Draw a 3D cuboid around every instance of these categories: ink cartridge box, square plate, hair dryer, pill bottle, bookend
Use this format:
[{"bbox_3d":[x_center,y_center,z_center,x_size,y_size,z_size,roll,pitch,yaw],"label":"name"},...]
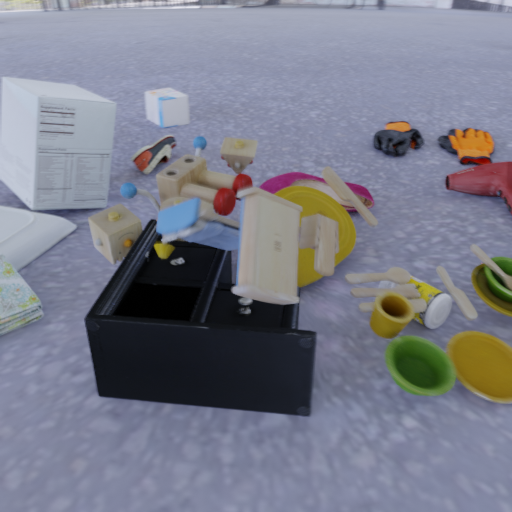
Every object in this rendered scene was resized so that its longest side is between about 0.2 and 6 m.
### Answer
[{"bbox_3d":[-2.536,-4.174,15.688,0.820,0.799,1.276,-19,35,-29],"label":"ink cartridge box"},{"bbox_3d":[-5.082,-0.203,9.072,3.080,0.438,3.051,10,32,16],"label":"square plate"},{"bbox_3d":[4.850,-1.232,10.627,2.543,0.691,1.937,21,37,34],"label":"hair dryer"},{"bbox_3d":[2.138,0.569,7.623,0.509,0.509,0.915,-21,35,-32],"label":"pill bottle"},{"bbox_3d":[-0.453,0.620,6.913,2.428,1.118,2.412,4,30,7],"label":"bookend"}]

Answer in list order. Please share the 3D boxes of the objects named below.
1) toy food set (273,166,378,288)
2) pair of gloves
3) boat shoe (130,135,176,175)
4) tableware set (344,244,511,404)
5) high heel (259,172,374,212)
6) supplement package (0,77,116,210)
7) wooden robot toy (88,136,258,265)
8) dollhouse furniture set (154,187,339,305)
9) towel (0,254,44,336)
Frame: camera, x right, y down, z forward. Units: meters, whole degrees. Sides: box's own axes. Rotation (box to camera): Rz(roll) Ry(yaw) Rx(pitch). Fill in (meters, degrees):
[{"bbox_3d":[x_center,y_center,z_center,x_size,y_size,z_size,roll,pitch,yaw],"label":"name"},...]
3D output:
[{"bbox_3d":[0.722,-0.279,8.941,1.505,0.836,2.559,46,51,13],"label":"toy food set"},{"bbox_3d":[4.364,-2.875,13.872,2.871,0.355,2.558,7,30,14],"label":"pair of gloves"},{"bbox_3d":[-2.223,-2.298,12.715,0.513,0.583,1.639,46,32,-5],"label":"boat shoe"},{"bbox_3d":[2.824,0.751,6.849,3.218,0.494,2.168,-1,45,-17],"label":"tableware set"},{"bbox_3d":[1.122,-1.102,10.405,2.072,0.698,0.994,6,17,-17],"label":"high heel"},{"bbox_3d":[-3.794,-2.130,10.584,1.477,2.008,1.920,-7,28,-40],"label":"supplement package"},{"bbox_3d":[-0.989,-0.598,8.737,1.473,1.517,3.343,23,44,22],"label":"wooden robot toy"},{"bbox_3d":[-0.179,0.065,6.670,1.602,1.108,1.697,17,-20,-42],"label":"dollhouse furniture set"},{"bbox_3d":[-3.660,0.580,7.490,1.138,0.320,1.329,-24,54,-40],"label":"towel"}]
